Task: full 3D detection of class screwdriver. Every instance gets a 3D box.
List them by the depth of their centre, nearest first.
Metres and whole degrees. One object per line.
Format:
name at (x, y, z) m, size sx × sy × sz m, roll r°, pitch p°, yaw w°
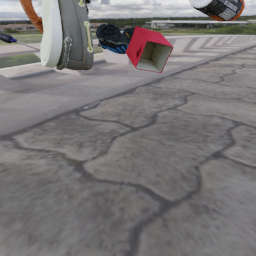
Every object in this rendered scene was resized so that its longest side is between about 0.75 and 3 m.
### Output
screwdriver at (-3.953, -3.171, 10.355) m, size 2.237 × 0.312 × 0.325 m, roll 18°, pitch 63°, yaw 18°

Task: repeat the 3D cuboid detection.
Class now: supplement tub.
supplement tub at (2.495, -3.543, 7.712) m, size 1.608 × 0.985 × 0.985 m, roll 0°, pitch 17°, yaw -44°

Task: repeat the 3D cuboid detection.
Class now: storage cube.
storage cube at (0.476, -1.825, 6.543) m, size 0.834 × 0.713 × 0.750 m, roll 4°, pitch 40°, yaw -28°

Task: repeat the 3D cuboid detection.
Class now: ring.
ring at (-2.290, -3.504, 8.687) m, size 0.230 × 2.400 × 2.400 m, roll -29°, pitch 10°, yaw 27°

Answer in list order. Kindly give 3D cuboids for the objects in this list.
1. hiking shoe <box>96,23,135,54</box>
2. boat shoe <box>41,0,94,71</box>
hiking shoe at (0.008, -2.524, 8.286) m, size 1.902 × 0.708 × 0.825 m, roll 19°, pitch -15°, yaw 6°
boat shoe at (-1.240, -2.405, 5.742) m, size 0.900 × 1.077 × 3.012 m, roll 8°, pitch 58°, yaw -27°
